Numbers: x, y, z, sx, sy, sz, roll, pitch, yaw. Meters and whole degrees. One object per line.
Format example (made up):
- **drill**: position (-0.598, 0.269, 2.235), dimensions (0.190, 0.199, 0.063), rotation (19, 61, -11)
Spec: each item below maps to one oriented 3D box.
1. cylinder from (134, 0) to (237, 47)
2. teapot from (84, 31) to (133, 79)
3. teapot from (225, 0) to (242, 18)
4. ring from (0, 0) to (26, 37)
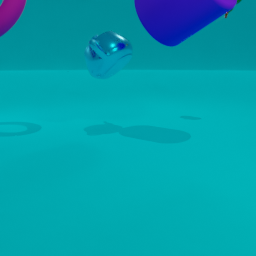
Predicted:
- **cylinder**: position (1.068, -2.496, 5.303), dimensions (1.391, 1.391, 1.391), rotation (-12, -9, -43)
- **teapot**: position (-0.505, -1.768, 6.624), dimensions (1.186, 0.934, 1.908), rotation (-38, -2, 13)
- **teapot**: position (2.539, -3.429, 7.034), dimensions (0.783, 1.259, 0.616), rotation (11, 26, 41)
- **ring**: position (-3.002, -2.648, 5.872), dimensions (1.959, 1.959, 0.392), rotation (4, -14, 18)
